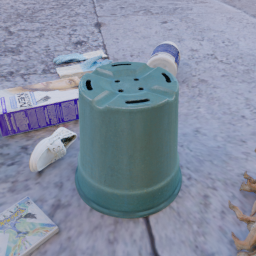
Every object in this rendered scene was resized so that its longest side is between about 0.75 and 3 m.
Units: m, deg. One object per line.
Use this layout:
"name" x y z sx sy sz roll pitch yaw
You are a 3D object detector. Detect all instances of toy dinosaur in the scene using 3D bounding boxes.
"toy dinosaur" 2.665 1.930 5.116 1.422 0.901 2.098 -11 8 20
"toy dinosaur" 3.440 1.280 6.548 1.302 0.825 1.921 22 47 17

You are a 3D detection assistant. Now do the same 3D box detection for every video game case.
"video game case" -2.362 2.168 5.837 1.237 0.149 1.357 29 46 33

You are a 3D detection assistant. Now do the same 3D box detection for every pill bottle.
"pill bottle" 1.517 -2.777 11.584 1.227 1.227 2.212 9 38 12

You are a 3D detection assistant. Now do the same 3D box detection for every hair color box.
"hair color box" -2.790 -0.785 9.188 2.853 0.925 1.559 -14 38 -20

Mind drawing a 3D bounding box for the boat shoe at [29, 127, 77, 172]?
"boat shoe" -1.969 0.561 7.603 0.613 0.626 1.768 12 37 16

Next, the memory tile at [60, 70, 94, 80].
"memory tile" -1.719 -1.926 11.333 1.884 0.158 1.444 -14 38 -19

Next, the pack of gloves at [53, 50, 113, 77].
"pack of gloves" -2.064 -3.159 12.715 2.576 0.508 2.164 -14 40 -19

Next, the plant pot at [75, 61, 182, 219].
"plant pot" 0.021 0.120 6.465 2.766 2.709 2.766 0 37 0
